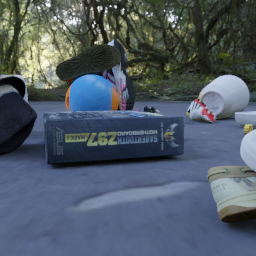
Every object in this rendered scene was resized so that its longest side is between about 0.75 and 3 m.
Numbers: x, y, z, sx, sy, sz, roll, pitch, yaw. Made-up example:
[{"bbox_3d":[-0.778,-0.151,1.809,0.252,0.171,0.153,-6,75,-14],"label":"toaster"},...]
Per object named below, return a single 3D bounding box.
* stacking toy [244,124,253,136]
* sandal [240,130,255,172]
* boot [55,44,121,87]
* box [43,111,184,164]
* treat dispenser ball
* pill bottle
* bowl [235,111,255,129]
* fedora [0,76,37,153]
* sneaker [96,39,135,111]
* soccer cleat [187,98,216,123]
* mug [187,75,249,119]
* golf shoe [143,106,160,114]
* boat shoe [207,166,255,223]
[{"bbox_3d":[3.670,0.055,6.938,1.106,0.345,1.467,6,8,41],"label":"stacking toy"},{"bbox_3d":[1.721,0.525,1.843,1.960,0.482,0.797,27,37,33],"label":"sandal"},{"bbox_3d":[-1.249,-2.013,9.923,2.230,0.842,2.547,-14,-3,3],"label":"boot"},{"bbox_3d":[-0.506,0.043,5.416,2.168,0.701,2.750,-3,7,-18],"label":"box"},{"bbox_3d":[-1.112,-0.826,8.711,1.634,1.634,1.634,0,7,0],"label":"treat dispenser ball"},{"bbox_3d":[-3.995,-0.561,6.941,2.761,1.532,1.532,-2,7,-14],"label":"pill bottle"},{"bbox_3d":[4.208,-0.248,8.832,1.343,0.502,1.345,-5,9,-35],"label":"bowl"},{"bbox_3d":[-2.213,-0.084,5.006,0.792,1.733,1.733,34,8,1],"label":"fedora"},{"bbox_3d":[-0.526,-1.646,9.772,1.119,2.592,1.041,-12,-7,28],"label":"sneaker"},{"bbox_3d":[2.842,-0.528,10.999,0.650,0.807,1.895,35,18,-21],"label":"soccer cleat"},{"bbox_3d":[3.943,-1.055,12.322,1.920,2.397,1.968,39,34,22],"label":"mug"},{"bbox_3d":[1.247,-0.897,15.083,0.561,0.462,1.188,14,3,-27],"label":"golf shoe"},{"bbox_3d":[1.346,0.448,2.347,1.383,0.434,0.507,-3,-33,-18],"label":"boat shoe"}]
